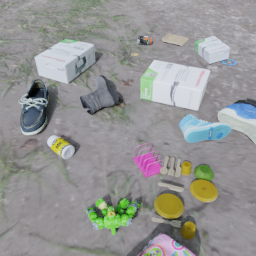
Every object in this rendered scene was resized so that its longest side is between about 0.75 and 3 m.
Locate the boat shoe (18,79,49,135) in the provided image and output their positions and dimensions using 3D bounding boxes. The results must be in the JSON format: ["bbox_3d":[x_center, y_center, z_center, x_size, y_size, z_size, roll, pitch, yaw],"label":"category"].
[{"bbox_3d":[-3.484,-0.860,10.519,1.045,0.863,2.790,-1,40,-1],"label":"boat shoe"}]

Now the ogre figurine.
[{"bbox_3d":[-0.373,2.197,7.068,1.349,0.662,0.809,11,21,-9],"label":"ogre figurine"}]

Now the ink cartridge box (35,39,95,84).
[{"bbox_3d":[-2.909,-3.214,13.240,1.744,1.004,2.390,18,43,20],"label":"ink cartridge box"}]

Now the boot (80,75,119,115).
[{"bbox_3d":[-1.342,-1.410,11.361,1.366,0.724,2.075,-20,39,-15],"label":"boot"}]

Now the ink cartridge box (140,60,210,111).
[{"bbox_3d":[1.939,-1.804,11.523,2.445,1.027,1.779,15,42,17],"label":"ink cartridge box"}]

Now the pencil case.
[{"bbox_3d":[0.110,3.294,5.228,1.284,1.284,2.937,32,49,32],"label":"pencil case"}]

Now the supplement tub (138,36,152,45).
[{"bbox_3d":[0.947,-4.922,15.723,0.785,0.481,0.481,6,40,6],"label":"supplement tub"}]

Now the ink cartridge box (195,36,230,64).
[{"bbox_3d":[4.308,-4.020,14.390,1.128,0.650,1.546,-17,42,-7],"label":"ink cartridge box"}]

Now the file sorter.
[{"bbox_3d":[0.624,0.954,8.588,0.606,0.547,0.872,-17,43,-20],"label":"file sorter"}]

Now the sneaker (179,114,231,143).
[{"bbox_3d":[2.615,-0.111,9.782,1.750,0.696,1.142,-5,36,-15],"label":"sneaker"}]

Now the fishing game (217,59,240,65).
[{"bbox_3d":[5.073,-3.360,14.092,1.104,0.172,0.790,11,38,14],"label":"fishing game"}]

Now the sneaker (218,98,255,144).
[{"bbox_3d":[4.545,-0.229,9.676,1.401,0.967,2.519,-33,43,-22],"label":"sneaker"}]

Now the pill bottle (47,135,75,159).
[{"bbox_3d":[-2.181,0.601,9.058,0.867,0.495,0.495,29,48,31],"label":"pill bottle"}]

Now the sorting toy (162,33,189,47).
[{"bbox_3d":[2.725,-5.049,16.110,1.239,0.226,1.147,24,45,20],"label":"sorting toy"}]

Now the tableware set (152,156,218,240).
[{"bbox_3d":[1.609,1.839,7.719,1.663,0.379,2.469,11,40,9],"label":"tableware set"}]
